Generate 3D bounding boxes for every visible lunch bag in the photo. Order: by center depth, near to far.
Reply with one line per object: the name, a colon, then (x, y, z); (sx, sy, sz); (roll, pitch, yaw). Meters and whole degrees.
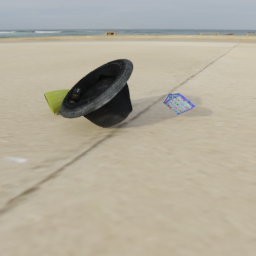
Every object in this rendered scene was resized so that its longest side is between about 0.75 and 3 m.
lunch bag: (1.587, -0.769, 8.530); (0.640, 0.400, 0.851); (37, -15, -16)

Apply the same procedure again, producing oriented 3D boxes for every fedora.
fedora: (-0.671, -0.828, 8.110); (2.715, 1.240, 2.715); (-29, 30, 19)

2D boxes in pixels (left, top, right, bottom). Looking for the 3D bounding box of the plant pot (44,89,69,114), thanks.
plant pot: (-2.272, -0.967, 9.379); (0.819, 0.767, 0.767); (-26, 29, -18)
